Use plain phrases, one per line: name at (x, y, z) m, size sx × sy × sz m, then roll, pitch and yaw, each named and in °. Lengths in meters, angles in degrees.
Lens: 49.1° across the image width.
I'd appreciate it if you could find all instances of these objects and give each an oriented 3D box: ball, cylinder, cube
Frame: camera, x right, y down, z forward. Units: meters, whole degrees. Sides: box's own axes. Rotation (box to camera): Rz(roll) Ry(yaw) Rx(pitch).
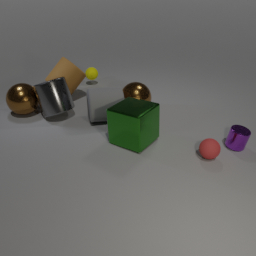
ball at (2.736, 0.695, 9.383) m, size 0.700 × 0.700 × 0.700 m, roll 0°, pitch 29°, yaw 0°
ball at (0.339, -1.328, 12.357) m, size 1.400 × 1.400 × 1.400 m, roll 0°, pitch 29°, yaw 0°
ball at (-4.589, -1.262, 12.251) m, size 1.400 × 1.400 × 1.400 m, roll 0°, pitch 29°, yaw 0°
cylinder at (-2.956, -2.402, 13.336) m, size 1.400 × 1.400 × 1.400 m, roll -52°, pitch 42°, yaw 0°
cylinder at (-3.164, -1.343, 11.999) m, size 1.400 × 1.400 × 1.400 m, roll -16°, pitch 15°, yaw 4°
cylinder at (3.914, 0.352, 9.982) m, size 0.700 × 0.700 × 0.700 m, roll 6°, pitch 33°, yaw -4°
cylinder at (-0.948, -0.985, 11.691) m, size 1.400 × 1.400 × 1.400 m, roll -5°, pitch 29°, yaw -12°
ball at (-2.011, -3.010, 15.525) m, size 0.700 × 0.700 × 0.700 m, roll 0°, pitch 29°, yaw 0°
cube at (0.216, -0.164, 10.211) m, size 1.400 × 1.400 × 1.400 m, roll 16°, pitch 33°, yaw 32°
